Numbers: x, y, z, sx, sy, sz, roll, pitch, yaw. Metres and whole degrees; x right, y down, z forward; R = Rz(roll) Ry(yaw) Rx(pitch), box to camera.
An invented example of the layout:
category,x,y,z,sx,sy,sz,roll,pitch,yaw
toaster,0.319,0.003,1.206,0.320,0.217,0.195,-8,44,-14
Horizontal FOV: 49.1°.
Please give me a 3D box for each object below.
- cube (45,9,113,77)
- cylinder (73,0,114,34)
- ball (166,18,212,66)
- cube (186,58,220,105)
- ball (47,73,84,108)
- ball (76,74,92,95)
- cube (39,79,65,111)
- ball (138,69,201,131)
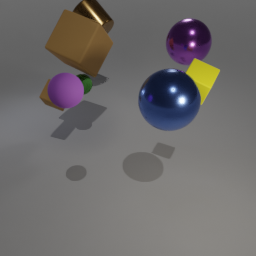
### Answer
category,x,y,z,sx,sy,sz,roll,pitch,yaw
cube,-1.561,-2.739,9.238,1.400,1.400,1.400,27,-1,16
cylinder,-1.584,-4.849,12.615,1.400,1.400,1.400,51,46,1
ball,1.878,-2.657,8.704,1.400,1.400,1.400,0,33,0
cube,1.746,-1.155,6.995,0.700,0.700,0.700,28,60,10
ball,-1.228,-0.738,5.536,0.700,0.700,0.700,0,33,0
ball,-1.567,-1.479,9.513,0.700,0.700,0.700,0,33,0
cube,-2.385,-1.078,9.272,0.700,0.700,0.700,21,76,5
ball,0.928,-0.629,6.332,1.400,1.400,1.400,0,33,0
